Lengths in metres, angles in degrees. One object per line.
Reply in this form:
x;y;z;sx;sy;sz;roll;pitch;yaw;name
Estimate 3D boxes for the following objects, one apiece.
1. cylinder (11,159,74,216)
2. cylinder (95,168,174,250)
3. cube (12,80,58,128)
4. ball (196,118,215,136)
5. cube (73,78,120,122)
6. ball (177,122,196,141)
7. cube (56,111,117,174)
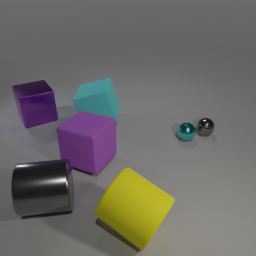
-2.256;1.598;7.612;1.400;1.400;1.400;-5;32;-7;cylinder
0.169;1.909;6.751;1.400;1.400;1.400;32;41;14;cylinder
-3.947;-1.060;11.923;1.400;1.400;1.400;-17;36;-25;cube
3.038;-0.054;10.976;0.700;0.700;0.700;0;32;0;ball
-1.241;-1.034;11.543;1.400;1.400;1.400;-13;31;11;cube
2.233;0.130;10.671;0.700;0.700;0.700;0;32;0;ball
-1.313;0.433;9.281;1.400;1.400;1.400;13;32;23;cube
